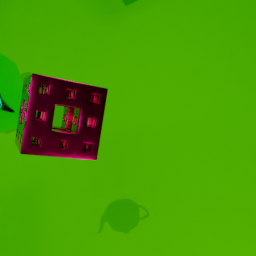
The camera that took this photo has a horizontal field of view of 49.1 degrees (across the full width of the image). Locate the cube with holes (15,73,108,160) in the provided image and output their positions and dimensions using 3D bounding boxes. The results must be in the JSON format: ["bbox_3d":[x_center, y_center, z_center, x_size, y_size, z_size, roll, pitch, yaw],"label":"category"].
[{"bbox_3d":[-1.104,-0.171,4.462,1.099,1.099,1.099,8,92,-26],"label":"cube with holes"}]

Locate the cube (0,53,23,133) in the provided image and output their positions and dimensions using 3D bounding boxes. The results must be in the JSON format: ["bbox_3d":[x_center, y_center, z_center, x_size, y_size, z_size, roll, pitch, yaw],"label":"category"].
[{"bbox_3d":[-2.638,-0.578,4.955,1.239,1.239,1.239,-21,82,2],"label":"cube"}]
